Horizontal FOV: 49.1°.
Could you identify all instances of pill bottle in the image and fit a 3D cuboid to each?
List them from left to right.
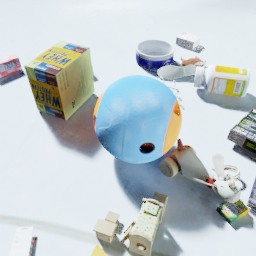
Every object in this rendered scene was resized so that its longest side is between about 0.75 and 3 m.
[{"bbox_3d":[4.222,-2.189,12.768,2.292,1.273,1.273,10,43,11],"label":"pill bottle"}]

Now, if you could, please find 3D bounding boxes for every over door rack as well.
[{"bbox_3d":[1.314,-1.710,12.731,1.952,0.650,1.442,-1,42,-1],"label":"over door rack"}]

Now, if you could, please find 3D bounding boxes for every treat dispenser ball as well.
[{"bbox_3d":[0.326,-0.293,9.506,2.976,2.976,2.976,0,42,0],"label":"treat dispenser ball"}]

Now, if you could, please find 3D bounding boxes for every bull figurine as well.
[{"bbox_3d":[3.445,-3.532,14.850,1.415,0.461,0.859,-7,44,-7],"label":"bull figurine"}]

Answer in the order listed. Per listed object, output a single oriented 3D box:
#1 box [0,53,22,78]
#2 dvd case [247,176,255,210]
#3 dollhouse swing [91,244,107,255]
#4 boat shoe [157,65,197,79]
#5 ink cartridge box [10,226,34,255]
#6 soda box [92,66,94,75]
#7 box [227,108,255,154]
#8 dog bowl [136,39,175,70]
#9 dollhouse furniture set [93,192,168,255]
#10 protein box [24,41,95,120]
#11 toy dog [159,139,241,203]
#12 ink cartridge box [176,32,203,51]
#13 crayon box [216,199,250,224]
[{"bbox_3d":[-6.273,-3.186,14.289,0.663,0.718,1.400,33,52,31],"label":"box"},{"bbox_3d":[5.105,1.946,8.979,1.965,0.211,2.642,22,45,22],"label":"dvd case"},{"bbox_3d":[-0.751,3.673,6.330,1.162,1.322,1.201,-34,52,-29],"label":"dollhouse swing"},{"bbox_3d":[2.454,-2.781,14.090,1.944,0.708,0.601,-4,-1,5],"label":"boat shoe"},{"bbox_3d":[-2.878,3.184,7.669,0.501,0.232,0.920,-3,41,-3],"label":"ink cartridge box"},{"bbox_3d":[-2.379,-3.326,14.556,0.620,0.562,1.771,-18,45,-19],"label":"soda box"},{"bbox_3d":[5.256,0.300,10.445,2.305,0.548,2.226,31,41,29],"label":"box"},{"bbox_3d":[1.435,-3.962,15.065,2.057,0.810,2.057,0,42,0],"label":"dog bowl"},{"bbox_3d":[0.136,2.315,8.004,1.666,1.047,1.884,14,44,15],"label":"dollhouse furniture set"},{"bbox_3d":[-2.747,-2.031,11.825,1.553,2.285,2.301,19,47,20],"label":"protein box"},{"bbox_3d":[2.313,1.180,8.935,2.667,1.284,1.759,13,41,22],"label":"toy dog"},{"bbox_3d":[3.689,-5.129,16.575,1.496,0.505,0.871,28,49,27],"label":"ink cartridge box"},{"bbox_3d":[3.220,2.434,8.483,0.905,0.233,0.569,-22,47,-23],"label":"crayon box"}]
